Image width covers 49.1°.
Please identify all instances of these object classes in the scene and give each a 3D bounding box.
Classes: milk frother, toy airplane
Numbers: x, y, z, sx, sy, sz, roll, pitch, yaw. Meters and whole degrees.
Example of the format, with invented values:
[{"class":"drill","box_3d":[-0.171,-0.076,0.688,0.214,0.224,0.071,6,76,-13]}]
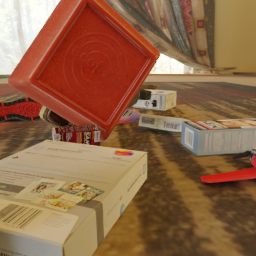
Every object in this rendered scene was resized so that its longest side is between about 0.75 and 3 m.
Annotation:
[{"class":"milk frother","box_3d":[-0.046,-1.728,10.227,1.616,1.790,1.684,-14,13,-6]},{"class":"toy airplane","box_3d":[2.795,0.826,4.838,2.868,0.528,2.868,-2,14,0]}]

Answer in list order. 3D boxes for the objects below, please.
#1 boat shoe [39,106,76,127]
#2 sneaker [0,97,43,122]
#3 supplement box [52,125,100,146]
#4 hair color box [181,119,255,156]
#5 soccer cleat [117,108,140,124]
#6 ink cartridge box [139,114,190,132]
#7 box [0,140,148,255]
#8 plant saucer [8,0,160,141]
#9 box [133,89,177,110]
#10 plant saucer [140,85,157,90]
[{"class":"boat shoe","box_3d":[-1.563,-0.264,7.983,0.828,0.830,2.301,31,-1,20]},{"class":"sneaker","box_3d":[-4.141,-0.766,10.601,2.264,0.898,1.082,-2,12,-11]},{"class":"supplement box","box_3d":[-1.246,0.288,6.809,1.110,0.604,0.338,-5,26,-17]},{"class":"hair color box","box_3d":[2.574,0.192,7.145,2.160,0.655,1.069,-2,14,-11]},{"class":"soccer cleat","box_3d":[-0.452,-0.343,9.805,1.834,0.612,0.701,4,47,-14]},{"class":"ink cartridge box","box_3d":[1.432,-0.092,9.217,1.486,0.439,1.856,8,-1,31]},{"class":"box","box_3d":[-1.171,0.916,4.319,2.277,0.601,2.921,5,16,18]},{"class":"plant saucer","box_3d":[-0.806,-1.484,6.845,2.939,2.945,0.540,34,-2,-30]},{"class":"box","box_3d":[0.920,-1.421,13.525,2.501,0.752,1.459,7,16,29]},{"class":"plant saucer","box_3d":[0.436,-2.331,17.129,2.710,0.399,2.710,-2,2,0]}]
